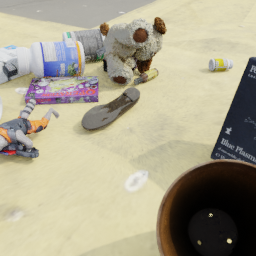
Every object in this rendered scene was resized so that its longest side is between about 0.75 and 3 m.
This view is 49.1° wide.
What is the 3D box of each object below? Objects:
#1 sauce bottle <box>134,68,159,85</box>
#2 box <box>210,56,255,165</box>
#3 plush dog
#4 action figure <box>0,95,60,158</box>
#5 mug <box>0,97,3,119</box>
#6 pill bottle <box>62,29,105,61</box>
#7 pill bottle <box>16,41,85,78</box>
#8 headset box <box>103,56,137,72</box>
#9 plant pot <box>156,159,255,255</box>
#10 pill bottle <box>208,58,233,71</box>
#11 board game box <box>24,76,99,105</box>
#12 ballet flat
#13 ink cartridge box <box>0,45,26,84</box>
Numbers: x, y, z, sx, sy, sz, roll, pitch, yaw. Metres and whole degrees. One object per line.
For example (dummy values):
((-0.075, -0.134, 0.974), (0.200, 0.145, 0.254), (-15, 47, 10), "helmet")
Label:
((0.681, -1.937, 10.622), (1.145, 0.371, 0.371), (-31, 47, -33), "sauce bottle")
((3.465, 0.055, 5.900), (1.469, 2.502, 2.460), (-11, 34, -44), "box")
((0.286, -3.074, 10.286), (2.224, 2.589, 2.077), (-9, 52, -35), "plush dog")
((-3.165, -0.024, 7.481), (2.160, 1.130, 2.089), (8, 29, 12), "action figure")
((-4.524, -0.415, 7.882), (1.581, 1.331, 1.803), (2, 51, -8), "mug")
((-1.598, -3.568, 12.040), (2.255, 1.275, 1.275), (-12, 38, -14), "pill bottle")
((-2.892, -2.552, 10.496), (2.337, 1.309, 1.309), (-9, 37, -19), "pill bottle")
((-0.176, -2.748, 11.537), (1.099, 0.555, 1.479), (19, 41, 24), "headset box")
((1.418, 1.625, 4.353), (1.847, 1.976, 1.847), (-3, 69, 8), "plant pot")
((3.768, -2.568, 11.355), (0.884, 0.497, 0.497), (-3, 37, -8), "pill bottle")
((-2.250, -1.350, 9.873), (2.426, 0.392, 1.456), (-3, 41, -4), "board game box")
((-0.484, -0.535, 8.697), (0.786, 0.541, 2.332), (41, 56, 16), "ballet flat")
((-4.932, -2.442, 10.893), (1.437, 0.829, 1.981), (28, 45, 32), "ink cartridge box")
